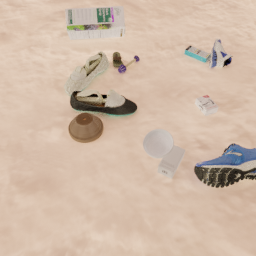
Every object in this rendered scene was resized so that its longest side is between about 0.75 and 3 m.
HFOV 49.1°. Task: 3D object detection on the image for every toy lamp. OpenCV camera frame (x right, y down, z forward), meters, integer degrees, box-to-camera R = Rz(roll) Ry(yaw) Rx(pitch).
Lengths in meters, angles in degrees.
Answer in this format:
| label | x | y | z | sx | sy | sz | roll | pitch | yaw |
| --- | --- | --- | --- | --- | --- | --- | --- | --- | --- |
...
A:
| label | x | y | z | sx | sy | sz | roll | pitch | yaw |
| --- | --- | --- | --- | --- | --- | --- | --- | --- | --- |
| toy lamp | 0.019 | -2.983 | 13.150 | 0.375 | 0.375 | 1.290 | 32 | 54 | 24 |

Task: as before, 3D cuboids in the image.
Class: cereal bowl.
| label | x | y | z | sx | sy | sz | roll | pitch | yaw |
| --- | --- | --- | --- | --- | --- | --- | --- | --- | --- |
| cereal bowl | 0.799 | 0.434 | 7.214 | 0.794 | 0.331 | 0.794 | -7 | 63 | 14 |

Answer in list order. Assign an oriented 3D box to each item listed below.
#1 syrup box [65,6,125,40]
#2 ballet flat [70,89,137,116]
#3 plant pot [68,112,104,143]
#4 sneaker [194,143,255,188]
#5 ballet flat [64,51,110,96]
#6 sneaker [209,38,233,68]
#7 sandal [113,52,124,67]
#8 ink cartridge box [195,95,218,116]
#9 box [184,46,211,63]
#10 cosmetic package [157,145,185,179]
| label | x | y | z | sx | sy | sz | roll | pitch | yaw |
| --- | --- | --- | --- | --- | --- | --- | --- | --- | --- |
| syrup box | -1.639 | -5.388 | 14.401 | 2.941 | 1.198 | 1.158 | -5 | 81 | -4 |
| ballet flat | -0.990 | -1.045 | 11.115 | 2.751 | 0.941 | 0.935 | 2 | 50 | 2 |
| plant pot | -1.612 | -0.142 | 10.565 | 1.346 | 0.621 | 1.346 | -1 | 49 | 1 |
| sneaker | 3.378 | 1.190 | 9.319 | 2.632 | 1.034 | 1.173 | -5 | 41 | -14 |
| ballet flat | -1.885 | -2.555 | 12.438 | 0.986 | 0.986 | 2.748 | 28 | 56 | 22 |
| sneaker | 4.466 | -3.436 | 13.388 | 0.987 | 0.690 | 1.708 | 13 | 58 | 6 |
| sandal | -0.525 | -3.329 | 13.433 | 0.495 | 0.356 | 1.247 | -9 | 50 | -8 |
| ink cartridge box | 3.199 | -0.925 | 11.410 | 0.583 | 0.339 | 0.800 | -19 | 54 | -15 |
| box | 3.394 | -3.624 | 13.727 | 1.173 | 0.288 | 0.483 | 31 | 56 | 24 |
| cosmetic package | 1.490 | 1.125 | 9.594 | 0.571 | 0.450 | 1.061 | 24 | 53 | 21 |
